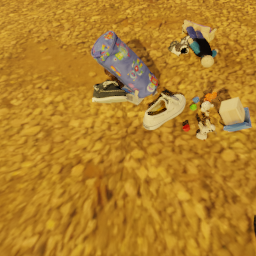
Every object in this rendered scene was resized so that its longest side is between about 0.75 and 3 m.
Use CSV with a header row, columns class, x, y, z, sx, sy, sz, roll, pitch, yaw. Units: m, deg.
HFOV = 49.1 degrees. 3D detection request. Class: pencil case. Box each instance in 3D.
class,x,y,z,sx,sy,sz,roll,pitch,yaw
pencil case,-0.053,-1.769,8.378,0.904,2.318,1.007,-1,59,46

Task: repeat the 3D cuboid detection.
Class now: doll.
class,x,y,z,sx,sy,sz,roll,pitch,yaw
doll,3.215,-3.570,12.172,1.711,0.608,2.507,15,47,-26

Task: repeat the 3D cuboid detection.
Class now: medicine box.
class,x,y,z,sx,sy,sz,roll,pitch,yaw
medicine box,0.247,-1.320,10.195,0.737,0.416,0.809,24,50,22

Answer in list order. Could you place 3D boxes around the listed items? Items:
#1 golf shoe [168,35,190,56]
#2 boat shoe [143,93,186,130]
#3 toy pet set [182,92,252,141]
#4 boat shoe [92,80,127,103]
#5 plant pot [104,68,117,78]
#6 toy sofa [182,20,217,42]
class,x,y,z,sx,sy,sz,roll,pitch,yaw
golf shoe,2.539,-3.621,12.496,1.603,0.623,0.757,-30,69,-25
boat shoe,1.250,-0.785,9.338,2.010,0.857,0.743,-33,53,-29
toy pet set,2.941,-0.309,9.090,1.782,1.013,1.908,-15,30,37
boat shoe,-0.645,-1.137,8.671,0.881,0.703,2.330,0,4,-25
plant pot,-0.524,-2.548,11.163,0.941,0.941,0.931,8,54,8
toy sofa,3.395,-4.730,13.409,1.536,0.749,0.636,29,52,27
